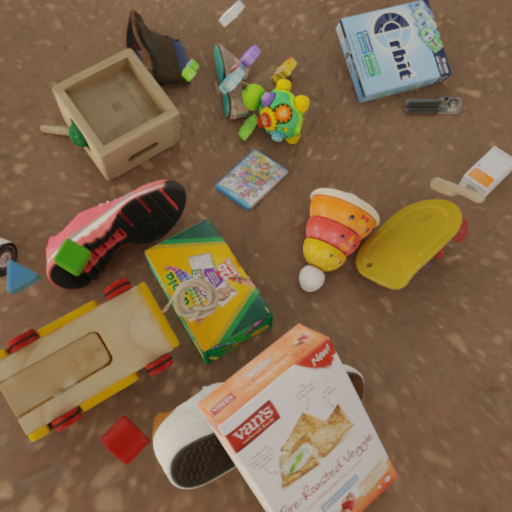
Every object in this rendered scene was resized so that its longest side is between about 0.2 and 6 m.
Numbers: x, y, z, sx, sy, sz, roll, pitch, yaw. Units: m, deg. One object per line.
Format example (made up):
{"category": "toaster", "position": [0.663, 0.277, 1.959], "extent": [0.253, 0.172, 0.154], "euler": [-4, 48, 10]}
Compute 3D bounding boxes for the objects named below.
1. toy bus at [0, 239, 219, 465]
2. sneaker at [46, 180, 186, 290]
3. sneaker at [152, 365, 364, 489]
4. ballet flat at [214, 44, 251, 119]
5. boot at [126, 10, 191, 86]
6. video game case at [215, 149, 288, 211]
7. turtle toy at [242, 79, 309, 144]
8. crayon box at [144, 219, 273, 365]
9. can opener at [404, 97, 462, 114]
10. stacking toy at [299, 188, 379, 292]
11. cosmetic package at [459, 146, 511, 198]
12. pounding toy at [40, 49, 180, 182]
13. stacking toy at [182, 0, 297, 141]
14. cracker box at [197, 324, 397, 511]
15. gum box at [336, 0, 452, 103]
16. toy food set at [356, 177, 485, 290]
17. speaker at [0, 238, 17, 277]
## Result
{"category": "toy bus", "position": [-2.281, 1.335, 8.072], "extent": [2.823, 1.459, 2.664], "euler": [17, 80, -10]}
{"category": "sneaker", "position": [-2.444, -0.605, 9.372], "extent": [2.639, 0.972, 1.144], "euler": [-34, 48, -5]}
{"category": "sneaker", "position": [0.020, 2.058, 7.927], "extent": [3.130, 1.140, 1.325], "euler": [-12, 20, -25]}
{"category": "ballet flat", "position": [-0.445, -3.571, 11.502], "extent": [0.621, 0.629, 1.847], "euler": [-6, 69, -13]}
{"category": "boot", "position": [-2.130, -4.379, 11.957], "extent": [1.102, 0.849, 2.273], "euler": [-2, 57, -24]}
{"category": "video game case", "position": [-0.083, -1.438, 10.501], "extent": [0.830, 0.103, 1.160], "euler": [36, 66, 19]}
{"category": "turtle toy", "position": [0.335, -2.773, 10.673], "extent": [0.733, 1.057, 1.451], "euler": [-27, 62, -28]}
{"category": "crayon box", "position": [-0.781, 0.537, 9.055], "extent": [1.232, 0.604, 2.074], "euler": [-28, 64, -14]}
{"category": "can opener", "position": [3.587, -3.067, 11.393], "extent": [1.160, 0.309, 0.388], "euler": [0, 27, 1]}
{"category": "stacking toy", "position": [1.212, -0.163, 9.381], "extent": [1.244, 1.244, 1.702], "euler": [23, 81, 13]}
{"category": "cosmetic package", "position": [4.296, -1.527, 10.404], "extent": [0.515, 0.362, 1.015], "euler": [41, 67, 21]}
{"category": "pounding toy", "position": [-2.829, -2.532, 10.554], "extent": [2.088, 1.484, 1.922], "euler": [-34, 79, -15]}
{"category": "stacking toy", "position": [-0.283, -3.647, 10.944], "extent": [1.734, 0.541, 2.300], "euler": [41, 59, -23]}
{"category": "cracker box", "position": [0.598, 2.355, 7.060], "extent": [1.672, 2.497, 0.720], "euler": [-36, 23, -18]}
{"category": "gum box", "position": [2.833, -4.223, 11.543], "extent": [1.963, 0.437, 1.668], "euler": [-17, 87, -8]}
{"category": "toy food set", "position": [2.772, -0.195, 9.301], "extent": [2.343, 0.765, 1.379], "euler": [-41, 31, -11]}
{"category": "speaker", "position": [-4.913, -0.197, 9.468], "extent": [1.598, 0.649, 0.649], "euler": [19, 62, 11]}
